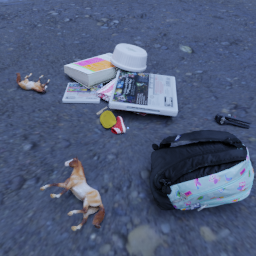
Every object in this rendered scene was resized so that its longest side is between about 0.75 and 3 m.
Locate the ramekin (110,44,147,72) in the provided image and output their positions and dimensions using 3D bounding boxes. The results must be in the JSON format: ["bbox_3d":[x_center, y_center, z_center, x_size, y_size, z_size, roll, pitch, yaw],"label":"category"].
[{"bbox_3d":[0.091,-3.368,13.258,1.777,0.828,1.777,11,31,-7],"label":"ramekin"}]

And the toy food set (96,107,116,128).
[{"bbox_3d":[-0.774,-0.352,11.048,0.584,0.324,0.992,-39,54,8],"label":"toy food set"}]

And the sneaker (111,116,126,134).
[{"bbox_3d":[-0.438,-0.120,10.814,0.518,0.351,0.897,-10,40,-14],"label":"sneaker"}]

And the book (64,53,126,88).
[{"bbox_3d":[-1.393,-3.009,13.879,2.936,0.705,1.961,-27,44,-37],"label":"book"}]

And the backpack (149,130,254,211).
[{"bbox_3d":[2.056,1.201,7.889,2.683,1.698,2.239,-16,33,14],"label":"backpack"}]

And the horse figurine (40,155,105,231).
[{"bbox_3d":[-1.366,1.908,7.906,2.200,0.549,1.458,43,38,18],"label":"horse figurine"}]

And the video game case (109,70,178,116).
[{"bbox_3d":[0.707,-1.561,11.921,2.674,0.344,2.942,7,37,1],"label":"video game case"}]

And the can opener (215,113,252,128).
[{"bbox_3d":[4.117,-0.309,10.963,1.376,0.436,0.541,14,41,17],"label":"can opener"}]

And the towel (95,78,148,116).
[{"bbox_3d":[0.147,-1.548,12.349,2.628,0.393,1.923,24,43,21],"label":"towel"}]

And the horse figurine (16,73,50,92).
[{"bbox_3d":[-4.486,-2.102,13.091,1.733,0.433,1.149,12,46,2],"label":"horse figurine"}]

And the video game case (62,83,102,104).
[{"bbox_3d":[-2.025,-1.594,12.703,1.620,0.186,1.476,1,40,1],"label":"video game case"}]
